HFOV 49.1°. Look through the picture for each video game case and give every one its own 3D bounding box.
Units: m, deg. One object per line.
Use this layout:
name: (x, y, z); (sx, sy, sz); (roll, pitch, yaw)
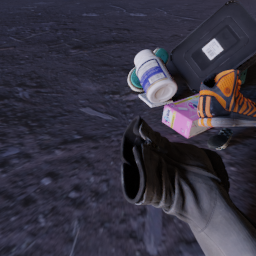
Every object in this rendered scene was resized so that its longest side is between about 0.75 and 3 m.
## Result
video game case: (0.903, -0.965, 9.205); (0.803, 0.104, 0.882); (-14, 34, -21)

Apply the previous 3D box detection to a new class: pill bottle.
pill bottle: (0.796, -1.650, 8.721); (0.958, 0.958, 1.600); (-11, 57, -17)

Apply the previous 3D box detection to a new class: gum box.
gum box: (1.895, -0.406, 7.767); (1.681, 0.556, 0.954); (-20, 41, -35)

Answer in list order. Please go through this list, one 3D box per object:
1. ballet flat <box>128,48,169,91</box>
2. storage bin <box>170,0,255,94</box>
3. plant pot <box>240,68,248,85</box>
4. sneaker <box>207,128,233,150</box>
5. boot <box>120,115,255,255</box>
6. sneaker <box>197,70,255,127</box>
ballet flat: (0.642, -1.964, 10.055); (0.917, 0.917, 2.642); (17, 46, 24)
storage bin: (2.799, -2.356, 8.676); (1.712, 2.533, 1.187); (58, 25, 14)
plant pot: (3.190, -2.083, 9.868); (1.227, 1.226, 1.736); (-25, 39, -35)
sneaker: (2.208, 0.378, 6.722); (0.376, 0.449, 1.015); (29, 36, 34)
boot: (0.789, 1.171, 3.904); (1.905, 1.010, 2.894); (22, 30, -29)
sneaker: (2.806, -0.744, 7.066); (2.519, 1.411, 0.977); (-1, 1, -34)
